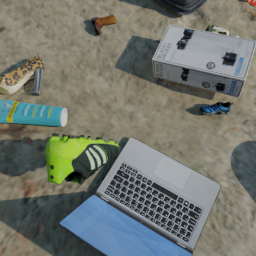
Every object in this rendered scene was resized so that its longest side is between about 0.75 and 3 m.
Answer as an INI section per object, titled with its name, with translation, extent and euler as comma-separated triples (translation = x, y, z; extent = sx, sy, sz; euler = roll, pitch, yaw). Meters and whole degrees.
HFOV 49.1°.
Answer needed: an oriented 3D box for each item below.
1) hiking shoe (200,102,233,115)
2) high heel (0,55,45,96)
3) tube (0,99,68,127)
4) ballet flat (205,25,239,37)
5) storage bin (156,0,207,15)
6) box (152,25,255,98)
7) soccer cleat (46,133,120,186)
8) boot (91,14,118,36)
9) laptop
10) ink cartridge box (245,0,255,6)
[hiking shoe]
translation = 2.549, -0.621, 8.156
extent = 0.904, 0.392, 0.336
euler = -3, 47, -6
[high heel]
translation = -3.522, -1.714, 8.517
extent = 1.851, 0.661, 1.319
euler = 7, 71, -15
[tube]
translation = -2.843, -0.405, 8.105
extent = 2.119, 0.534, 0.821
euler = 5, 53, 7
[ballet flat]
translation = 3.254, -2.826, 9.112
extent = 1.750, 0.629, 0.629
euler = 38, 71, 16
[storage bin]
translation = 1.741, -5.380, 9.650
extent = 1.720, 1.588, 2.364
euler = -40, 68, -19
[box]
translation = 2.232, -2.054, 8.421
extent = 2.698, 0.811, 1.574
euler = 18, 67, 18
[soccer cleat]
translation = -0.973, 0.705, 6.426
extent = 0.886, 2.624, 1.063
euler = 7, 89, 24
[boot]
translation = -0.765, -3.564, 9.693
extent = 0.844, 0.289, 0.794
euler = -14, 58, -14
[laptop]
translation = 0.553, 1.685, 6.384
extent = 2.769, 1.714, 2.958
euler = 28, 67, 11
[ink cartridge box]
translation = 4.462, -4.886, 10.253
extent = 0.504, 0.233, 0.926
euler = -39, 70, -16
